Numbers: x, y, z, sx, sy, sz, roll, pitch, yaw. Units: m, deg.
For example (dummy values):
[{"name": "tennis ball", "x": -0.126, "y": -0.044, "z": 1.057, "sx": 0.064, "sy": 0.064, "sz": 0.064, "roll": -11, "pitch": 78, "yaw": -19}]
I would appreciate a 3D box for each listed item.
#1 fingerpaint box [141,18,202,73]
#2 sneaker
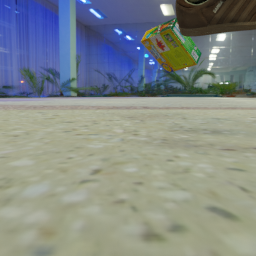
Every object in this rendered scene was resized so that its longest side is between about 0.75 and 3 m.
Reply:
[{"name": "fingerpaint box", "x": 1.712, "y": -3.184, "z": 11.062, "sx": 1.569, "sy": 0.690, "sz": 1.881, "roll": -7, "pitch": -41, "yaw": 49}, {"name": "sneaker", "x": 2.150, "y": -2.430, "z": 5.297, "sx": 2.607, "sy": 0.985, "sz": 0.918, "roll": -3, "pitch": 35, "yaw": 26}]
